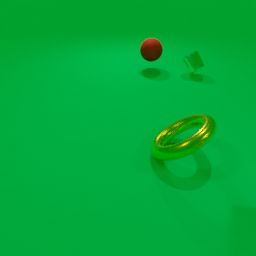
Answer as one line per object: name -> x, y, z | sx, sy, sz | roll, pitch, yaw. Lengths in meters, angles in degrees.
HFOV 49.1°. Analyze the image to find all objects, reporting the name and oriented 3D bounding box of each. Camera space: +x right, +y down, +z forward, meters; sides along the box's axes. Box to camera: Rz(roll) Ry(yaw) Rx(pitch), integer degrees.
cylinder -> 2.662, -2.650, 11.395 | 0.702, 0.702, 0.702 | -28, -1, 0
ring -> 1.388, 0.212, 7.143 | 1.800, 0.360, 1.800 | -29, 16, 9
ball -> 0.978, -3.264, 11.724 | 0.953, 0.953, 0.953 | 0, 35, 0
